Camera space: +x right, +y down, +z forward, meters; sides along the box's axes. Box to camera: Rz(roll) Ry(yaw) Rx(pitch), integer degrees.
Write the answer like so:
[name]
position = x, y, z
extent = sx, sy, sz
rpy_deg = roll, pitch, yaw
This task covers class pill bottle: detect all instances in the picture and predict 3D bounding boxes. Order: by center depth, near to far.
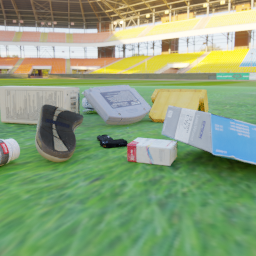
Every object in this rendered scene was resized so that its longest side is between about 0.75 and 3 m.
[pill bottle]
position = -2.592, 0.499, 5.376
extent = 0.516, 0.516, 0.906
rpy_deg = 6, 13, 31

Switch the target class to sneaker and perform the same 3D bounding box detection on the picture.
[sneaker]
position = -1.248, -1.084, 12.491
extent = 1.645, 1.076, 2.863
rpy_deg = -1, 6, -5

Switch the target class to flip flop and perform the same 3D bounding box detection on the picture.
[flip flop]
position = -1.693, 0.138, 6.764
extent = 1.102, 0.783, 2.719
rpy_deg = 17, 22, -16

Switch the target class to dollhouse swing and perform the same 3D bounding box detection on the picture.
[dollhouse swing]
position = 2.044, -0.556, 11.419
extent = 2.110, 1.855, 1.918
rpy_deg = 4, -30, 22

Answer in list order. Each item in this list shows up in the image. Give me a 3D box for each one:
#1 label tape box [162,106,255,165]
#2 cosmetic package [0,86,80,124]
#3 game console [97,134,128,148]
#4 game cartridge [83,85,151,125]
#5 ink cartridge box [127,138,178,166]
[label tape box]
position = 1.971, 0.153, 5.620
extent = 1.655, 0.764, 2.310
rpy_deg = 12, 3, -23
[cosmetic package]
position = -3.234, -0.862, 10.357
extent = 2.685, 1.388, 1.171
rpy_deg = 5, 10, 16
[game console]
position = -0.483, 0.329, 7.354
extent = 0.649, 0.133, 1.100
rpy_deg = -5, 13, -24
[game cartridge]
position = -0.280, -0.883, 10.486
extent = 2.524, 0.524, 1.681
rpy_deg = -14, 62, -49
[ink cartridge box]
position = 0.520, 0.480, 5.843
extent = 0.913, 0.378, 0.665
rpy_deg = 4, 11, 22
